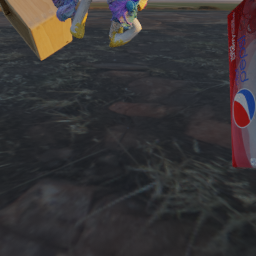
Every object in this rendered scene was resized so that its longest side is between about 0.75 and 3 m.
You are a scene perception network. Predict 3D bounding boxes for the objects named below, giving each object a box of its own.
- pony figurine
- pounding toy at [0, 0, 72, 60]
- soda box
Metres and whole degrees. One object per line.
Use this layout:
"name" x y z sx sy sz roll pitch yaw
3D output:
"pony figurine" -0.230 -1.591 2.922 1.444 1.496 1.246 31 55 -20
"pounding toy" -2.145 -2.944 5.733 1.094 2.101 2.391 -38 -2 -14
"soda box" 1.685 -0.533 3.362 0.718 2.051 0.650 2 -7 -9
